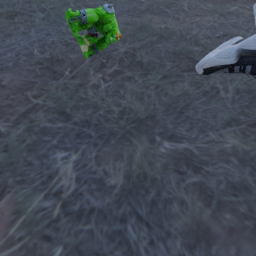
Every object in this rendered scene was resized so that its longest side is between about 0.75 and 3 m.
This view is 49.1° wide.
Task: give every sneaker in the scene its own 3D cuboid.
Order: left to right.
[{"bbox_3d":[2.502,-1.124,5.448,0.914,1.378,2.421,-41,17,-33],"label":"sneaker"}]

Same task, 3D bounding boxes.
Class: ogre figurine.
[{"bbox_3d":[-0.714,-2.233,6.342,1.029,1.716,0.842,-23,57,1],"label":"ogre figurine"}]

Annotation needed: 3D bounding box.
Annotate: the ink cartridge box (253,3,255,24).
[{"bbox_3d":[3.925,-3.343,7.988,0.344,0.587,0.812,5,70,-9],"label":"ink cartridge box"}]
